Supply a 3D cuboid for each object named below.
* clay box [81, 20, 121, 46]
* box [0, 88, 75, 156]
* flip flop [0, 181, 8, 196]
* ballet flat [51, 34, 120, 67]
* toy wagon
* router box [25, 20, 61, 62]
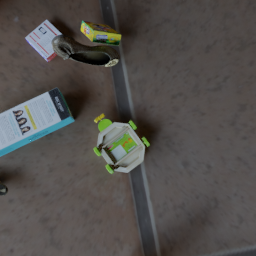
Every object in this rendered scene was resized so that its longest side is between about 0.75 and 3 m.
[{"bbox_3d":[-0.716,-2.530,7.492,0.765,1.332,0.317,-1,120,-27],"label":"clay box"},{"bbox_3d":[-2.655,-0.149,7.463,2.237,0.550,0.921,-26,80,-5],"label":"box"},{"bbox_3d":[-3.382,1.481,7.238,0.886,0.255,0.359,19,91,25],"label":"flip flop"},{"bbox_3d":[-0.985,-1.851,7.199,0.726,2.154,0.499,-36,67,32],"label":"ballet flat"},{"bbox_3d":[-0.276,0.345,7.426,1.284,0.328,1.655,-37,80,-1],"label":"toy wagon"},{"bbox_3d":[-2.337,-2.536,8.133,0.847,0.231,0.944,-44,81,-8],"label":"router box"}]
